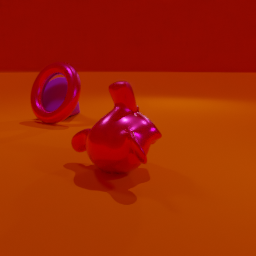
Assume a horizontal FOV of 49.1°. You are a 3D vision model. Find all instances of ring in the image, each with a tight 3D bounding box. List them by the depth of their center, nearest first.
[{"bbox_3d":[-2.306,-1.113,8.797,2.005,2.005,0.401,8,-6,32],"label":"ring"}]

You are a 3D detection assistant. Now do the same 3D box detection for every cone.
[{"bbox_3d":[-2.119,-0.788,10.059,1.539,1.539,1.545,5,-13,22],"label":"cone"}]

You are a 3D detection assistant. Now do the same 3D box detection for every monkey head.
[{"bbox_3d":[-0.211,0.019,4.694,1.179,1.408,1.957,-32,22,-36],"label":"monkey head"}]
